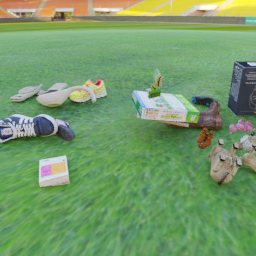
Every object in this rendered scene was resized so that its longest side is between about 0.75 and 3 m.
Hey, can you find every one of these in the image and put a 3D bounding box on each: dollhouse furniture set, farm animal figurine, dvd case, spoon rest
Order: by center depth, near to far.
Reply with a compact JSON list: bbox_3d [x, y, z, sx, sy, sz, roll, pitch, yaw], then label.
[{"bbox_3d":[3.227,0.786,8.657,2.327,1.170,1.879,-8,45,-25],"label":"farm animal figurine"},{"bbox_3d":[0.865,-1.531,9.623,0.432,0.860,0.564,-13,51,-15],"label":"dollhouse furniture set"},{"bbox_3d":[1.337,-0.535,10.834,2.003,0.160,1.489,11,23,7],"label":"dvd case"},{"bbox_3d":[-2.980,-1.554,13.577,2.775,0.841,1.379,-5,-6,-15],"label":"spoon rest"}]

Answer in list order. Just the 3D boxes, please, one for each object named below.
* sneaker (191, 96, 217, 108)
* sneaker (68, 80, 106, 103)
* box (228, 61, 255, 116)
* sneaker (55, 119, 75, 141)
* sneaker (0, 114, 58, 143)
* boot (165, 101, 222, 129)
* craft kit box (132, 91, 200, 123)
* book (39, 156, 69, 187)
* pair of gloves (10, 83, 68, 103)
[{"bbox_3d":[3.869,-1.377,13.804,1.428,0.523,0.585,21,32,38],"label":"sneaker"},{"bbox_3d":[-2.167,-1.991,14.549,2.236,1.010,0.874,-21,34,-34],"label":"sneaker"},{"bbox_3d":[5.633,-1.782,12.605,1.673,2.254,1.207,0,25,0],"label":"box"},{"bbox_3d":[-2.460,-0.010,10.789,1.685,0.591,0.691,23,37,38],"label":"sneaker"},{"bbox_3d":[-3.871,0.034,10.343,2.433,0.853,1.320,5,20,26],"label":"sneaker"},{"bbox_3d":[2.739,-0.613,12.012,2.318,0.745,2.161,1,26,11],"label":"boot"},{"bbox_3d":[1.357,-0.869,10.840,2.146,0.527,2.173,1,23,-8],"label":"craft kit box"},{"bbox_3d":[-2.240,1.267,8.438,0.838,0.301,1.255,-8,25,-12],"label":"book"},{"bbox_3d":[-4.646,-1.828,14.893,2.497,0.438,2.123,-1,29,10],"label":"pair of gloves"}]
